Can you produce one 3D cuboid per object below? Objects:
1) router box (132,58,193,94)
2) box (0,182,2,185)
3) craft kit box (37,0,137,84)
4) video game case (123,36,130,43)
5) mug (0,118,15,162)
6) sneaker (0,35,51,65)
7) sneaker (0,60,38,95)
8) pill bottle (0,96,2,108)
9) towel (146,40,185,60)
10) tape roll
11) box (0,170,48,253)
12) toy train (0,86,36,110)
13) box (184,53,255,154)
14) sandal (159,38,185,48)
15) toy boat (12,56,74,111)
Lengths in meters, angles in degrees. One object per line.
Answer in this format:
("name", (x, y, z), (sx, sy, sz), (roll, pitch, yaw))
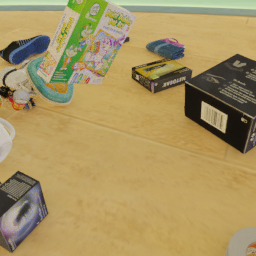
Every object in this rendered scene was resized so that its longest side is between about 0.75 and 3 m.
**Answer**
("router box", (1.550, -2.488, 12.985), (2.238, 0.584, 1.759), (-21, 42, -26))
("box", (-4.195, 2.264, 6.586), (1.058, 0.705, 2.812), (31, 46, 34))
("craft kit box", (-1.111, -2.510, 8.269), (0.633, 2.577, 2.610), (37, 23, 19))
("video game case", (-1.357, -5.447, 17.190), (1.988, 0.281, 2.200), (31, 47, 34))
("mug", (-4.447, 0.191, 8.689), (1.820, 1.533, 2.076), (34, 25, 5))
("sneaker", (-5.572, -4.434, 15.208), (1.156, 1.041, 2.969), (26, 45, 19))
("sneaker", (-4.232, -2.178, 12.321), (1.522, 0.995, 2.648), (25, 28, 8))
("pill bottle", (-5.332, -0.592, 10.154), (0.974, 0.974, 1.755), (-1, 37, -1))
("towel", (2.056, -4.402, 15.603), (1.189, 0.517, 2.129), (-26, 44, -29))
("tape roll", (2.849, 2.893, 5.912), (1.522, 0.503, 1.522), (1, 37, -1))
("box", (-2.642, 1.944, 6.544), (0.782, 1.269, 1.259), (20, 42, 24))
("toy train", (-4.643, -1.266, 11.532), (2.317, 0.395, 0.531), (24, 50, 30))
("box", (3.971, -0.997, 9.862), (2.837, 1.666, 2.790), (-29, 46, -21))
("sandal", (2.598, -5.100, 16.567), (1.913, 0.470, 0.778), (28, 45, 32))
("toy boat", (-3.289, -1.585, 10.766), (2.227, 1.231, 2.649), (50, 56, -6))
